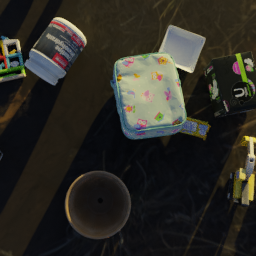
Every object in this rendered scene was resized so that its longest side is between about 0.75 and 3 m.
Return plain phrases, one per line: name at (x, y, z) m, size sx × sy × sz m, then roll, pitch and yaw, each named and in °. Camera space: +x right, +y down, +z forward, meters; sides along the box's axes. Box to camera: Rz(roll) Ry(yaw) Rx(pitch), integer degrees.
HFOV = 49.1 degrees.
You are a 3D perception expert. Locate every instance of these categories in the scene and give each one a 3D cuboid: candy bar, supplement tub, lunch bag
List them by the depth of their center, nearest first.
lunch bag at (0.634, -1.117, 9.560) m, size 2.311 × 1.111 × 2.882 m, roll -10°, pitch 71°, yaw 2°
supplement tub at (-2.515, -2.651, 9.784) m, size 1.393 × 1.393 × 1.985 m, roll 32°, pitch 84°, yaw 3°
candy bar at (1.467, -0.216, 9.973) m, size 2.915 × 0.323 × 0.727 m, roll 14°, pitch 73°, yaw 6°

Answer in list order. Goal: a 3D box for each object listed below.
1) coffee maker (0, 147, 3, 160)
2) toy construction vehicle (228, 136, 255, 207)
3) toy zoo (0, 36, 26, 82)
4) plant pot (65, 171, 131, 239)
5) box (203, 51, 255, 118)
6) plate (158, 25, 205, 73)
coffee maker at (-5.060, 0.844, 9.515) m, size 1.131 × 1.178 × 0.793 m, roll 16°, pitch 83°, yaw 1°
toy construction vehicle at (4.804, 1.864, 9.343) m, size 2.504 × 1.013 × 2.876 m, roll 13°, pitch 76°, yaw 8°
toy zoo at (-4.504, -2.604, 10.400) m, size 1.101 × 0.172 × 1.677 m, roll -13°, pitch 84°, yaw -1°
plant pot at (-0.964, 2.500, 9.431) m, size 2.141 × 0.988 × 2.141 m, roll 0°, pitch 84°, yaw 1°
box at (3.637, -1.472, 9.773) m, size 1.408 × 1.179 × 1.896 m, roll -12°, pitch 85°, yaw -1°
plate at (1.949, -2.909, 10.402) m, size 1.457 × 0.236 × 1.454 m, roll 21°, pitch 85°, yaw 2°
